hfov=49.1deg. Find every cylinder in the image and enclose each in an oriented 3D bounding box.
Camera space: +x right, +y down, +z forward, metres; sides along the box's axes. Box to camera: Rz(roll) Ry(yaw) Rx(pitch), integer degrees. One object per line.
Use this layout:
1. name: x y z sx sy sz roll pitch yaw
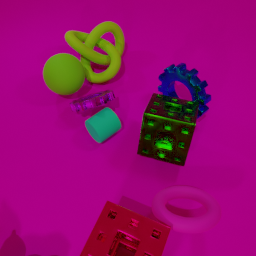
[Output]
1. cylinder: -0.659 -0.076 7.422 0.700 0.700 0.700 -36 62 -22

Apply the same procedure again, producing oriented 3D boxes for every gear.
1. gear: 1.463 -0.934 7.465 0.291 1.571 1.571 -34 62 -27
2. gear: -0.980 -0.762 7.729 1.227 0.227 1.227 -15 16 4

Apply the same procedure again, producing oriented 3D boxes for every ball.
1. ball: -1.820 -1.533 8.019 1.171 1.171 1.171 0 55 0

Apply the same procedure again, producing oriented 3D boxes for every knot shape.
1. knot shape: -0.828 -2.515 8.796 1.866 0.922 1.995 -39 91 -25

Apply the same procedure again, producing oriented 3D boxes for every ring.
1. ring: 1.170 1.605 5.672 1.386 0.277 1.386 0 20 0

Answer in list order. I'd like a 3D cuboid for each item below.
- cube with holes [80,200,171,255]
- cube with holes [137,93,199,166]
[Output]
1. cube with holes: -0.067 2.415 5.334 1.281 1.281 1.281 20 57 13
2. cube with holes: 0.984 0.003 6.856 1.163 1.163 1.163 14 33 10
